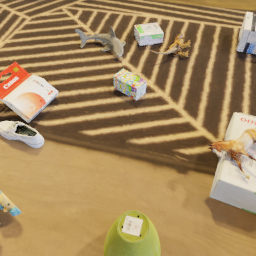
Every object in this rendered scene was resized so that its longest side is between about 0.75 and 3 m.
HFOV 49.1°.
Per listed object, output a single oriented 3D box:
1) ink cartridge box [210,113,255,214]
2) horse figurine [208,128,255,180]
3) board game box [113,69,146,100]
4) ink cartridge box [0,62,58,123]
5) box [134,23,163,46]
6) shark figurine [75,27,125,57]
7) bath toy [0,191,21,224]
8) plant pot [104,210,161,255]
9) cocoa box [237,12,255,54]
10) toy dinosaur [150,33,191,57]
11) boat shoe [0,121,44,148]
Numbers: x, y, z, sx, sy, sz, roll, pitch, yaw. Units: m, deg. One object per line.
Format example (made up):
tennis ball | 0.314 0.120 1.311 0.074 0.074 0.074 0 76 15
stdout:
ink cartridge box | 3.724 1.011 8.174 1.951 1.175 2.685 18 54 14
horse figurine | 3.281 0.468 7.468 1.926 0.481 1.276 -33 53 -9
board game box | 0.067 -1.694 10.860 1.169 0.602 0.613 33 57 25
ink cartridge box | -3.779 -1.407 10.093 1.983 0.497 1.608 43 55 -10
box | 0.965 -4.430 13.239 1.144 0.553 1.010 -10 48 -9
shark figurine | -1.055 -4.168 12.750 2.425 1.012 1.449 24 52 17
bath toy | -3.970 2.766 6.841 0.984 1.157 2.661 43 64 5
plant pot | 0.105 2.604 6.571 1.447 1.547 1.447 0 50 0
cocoa box | 5.724 -4.303 12.736 1.107 1.125 1.687 15 51 12
toy dinosaur | 2.075 -3.531 12.520 1.231 0.700 2.317 15 41 29
boat shoe | -3.625 0.051 9.356 1.855 0.619 0.682 17 52 14
